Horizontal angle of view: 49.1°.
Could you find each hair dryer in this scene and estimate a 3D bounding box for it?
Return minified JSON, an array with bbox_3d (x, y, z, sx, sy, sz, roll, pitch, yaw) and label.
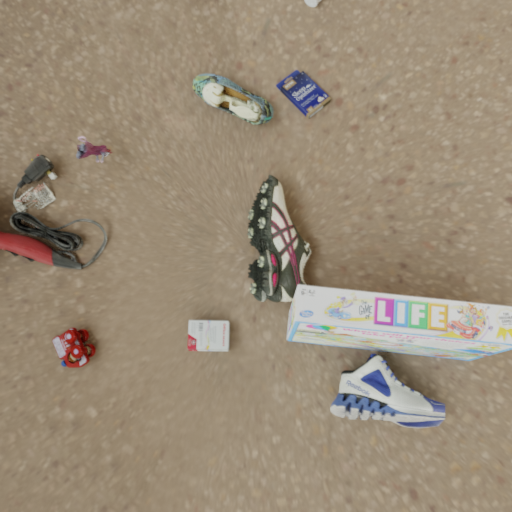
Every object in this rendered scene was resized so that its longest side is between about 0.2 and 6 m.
[{"bbox_3d":[-5.118,-0.358,11.330,3.501,0.951,2.666,-35,78,-9],"label":"hair dryer"}]

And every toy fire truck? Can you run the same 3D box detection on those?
[{"bbox_3d":[-3.607,1.834,10.992,0.677,0.452,0.806,-33,74,16],"label":"toy fire truck"}]

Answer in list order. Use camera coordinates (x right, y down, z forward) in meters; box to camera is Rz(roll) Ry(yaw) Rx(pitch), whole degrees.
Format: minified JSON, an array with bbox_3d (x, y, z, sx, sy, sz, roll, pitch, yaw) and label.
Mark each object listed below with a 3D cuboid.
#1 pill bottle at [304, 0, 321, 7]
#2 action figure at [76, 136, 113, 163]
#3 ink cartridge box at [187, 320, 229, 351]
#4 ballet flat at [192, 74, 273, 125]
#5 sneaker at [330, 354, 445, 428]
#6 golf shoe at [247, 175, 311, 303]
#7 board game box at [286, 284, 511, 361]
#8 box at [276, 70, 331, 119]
[{"bbox_3d":[1.444,-6.322,13.366,0.399,0.399,0.702,25,76,7],"label":"pill bottle"},{"bbox_3d":[-3.370,-2.214,11.686,0.759,0.508,0.565,-15,105,-41],"label":"action figure"},{"bbox_3d":[-0.931,1.587,11.068,0.802,0.332,0.584,1,74,0],"label":"ink cartridge box"},{"bbox_3d":[-0.579,-3.435,12.300,1.987,0.737,0.737,22,75,7],"label":"ballet flat"},{"bbox_3d":[2.470,2.458,10.432,2.072,0.837,1.197,7,62,5],"label":"sneaker"},{"bbox_3d":[0.468,-0.329,11.450,1.167,1.023,2.650,6,73,-21],"label":"golf shoe"},{"bbox_3d":[2.454,1.265,10.046,3.682,2.475,0.630,6,74,1],"label":"board game box"},{"bbox_3d":[1.057,-3.718,12.714,0.697,0.186,1.151,-40,76,-11],"label":"box"}]
